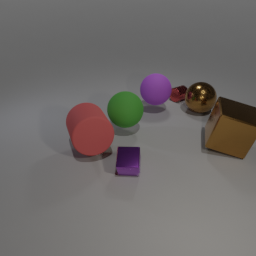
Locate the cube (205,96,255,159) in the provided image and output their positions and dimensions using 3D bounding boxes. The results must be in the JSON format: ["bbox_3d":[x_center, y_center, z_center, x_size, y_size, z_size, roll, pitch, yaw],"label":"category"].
[{"bbox_3d":[3.613,-0.032,9.803,1.400,1.400,1.400,18,35,4],"label":"cube"}]

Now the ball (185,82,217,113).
[{"bbox_3d":[3.250,-1.358,12.538,1.400,1.400,1.400,0,29,0],"label":"ball"}]

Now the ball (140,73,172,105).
[{"bbox_3d":[1.235,-1.712,12.453,1.400,1.400,1.400,0,29,0],"label":"ball"}]

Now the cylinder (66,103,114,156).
[{"bbox_3d":[-1.316,0.011,9.507,1.400,1.400,1.400,-9,27,-16],"label":"cylinder"}]

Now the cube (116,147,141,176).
[{"bbox_3d":[0.029,1.042,8.744,0.700,0.700,0.700,0,60,5],"label":"cube"}]

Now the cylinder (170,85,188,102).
[{"bbox_3d":[2.524,-1.706,13.873,0.700,0.700,0.700,-21,35,-34],"label":"cylinder"}]

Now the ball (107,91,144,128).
[{"bbox_3d":[-0.102,-0.707,10.760,1.400,1.400,1.400,0,29,0],"label":"ball"}]
